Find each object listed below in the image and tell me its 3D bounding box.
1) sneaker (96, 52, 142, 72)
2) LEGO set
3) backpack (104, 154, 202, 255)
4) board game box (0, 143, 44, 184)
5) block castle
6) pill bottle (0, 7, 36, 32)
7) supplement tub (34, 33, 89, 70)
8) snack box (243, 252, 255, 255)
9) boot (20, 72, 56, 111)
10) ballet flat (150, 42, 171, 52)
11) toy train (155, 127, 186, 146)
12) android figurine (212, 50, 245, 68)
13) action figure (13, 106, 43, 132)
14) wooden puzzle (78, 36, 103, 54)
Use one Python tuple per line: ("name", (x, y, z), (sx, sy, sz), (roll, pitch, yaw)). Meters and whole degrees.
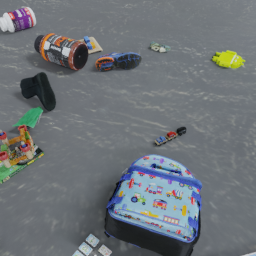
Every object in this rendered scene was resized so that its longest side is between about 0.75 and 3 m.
("sneaker", (-0.428, -3.146, 12.743), (2.122, 0.799, 0.832), (-5, 40, -7))
("LEGO set", (-0.805, 3.127, 6.831), (0.967, 0.237, 0.723), (29, 55, 26))
("backpack", (0.805, 1.712, 7.197), (2.309, 1.702, 2.529), (17, 43, 12))
("board game box", (-3.565, 1.040, 8.953), (0.821, 0.184, 1.568), (35, 55, 27))
("block castle", (-3.539, 0.479, 8.759), (0.958, 0.673, 1.434), (-21, 35, -12))
("pill bottle", (-6.040, -5.868, 15.272), (1.794, 1.009, 1.009), (-29, 52, -26))
("supplement tub", (-3.091, -3.534, 12.740), (2.402, 1.285, 1.285), (21, 49, 20))
("snack box", (2.410, 3.479, 6.429), (2.264, 0.275, 0.814), (-10, 46, -10))
("boot", (-3.539, -1.318, 10.946), (1.288, 1.533, 0.585), (-12, 7, 36))
("ballet flat", (1.561, -3.944, 13.865), (1.094, 0.406, 0.406), (24, 50, 25))
("toy train", (1.476, 0.271, 9.619), (1.344, 0.308, 0.229), (-24, 50, -22))
("android figurine", (4.724, -3.205, 13.124), (1.428, 0.293, 1.299), (22, 49, 23))
("action figure", (-3.496, -0.377, 10.226), (0.817, 0.378, 1.383), (8, 39, 10))
("wooden puzzle", (-2.211, -4.147, 14.008), (1.540, 0.357, 1.426), (-17, 47, -16))
